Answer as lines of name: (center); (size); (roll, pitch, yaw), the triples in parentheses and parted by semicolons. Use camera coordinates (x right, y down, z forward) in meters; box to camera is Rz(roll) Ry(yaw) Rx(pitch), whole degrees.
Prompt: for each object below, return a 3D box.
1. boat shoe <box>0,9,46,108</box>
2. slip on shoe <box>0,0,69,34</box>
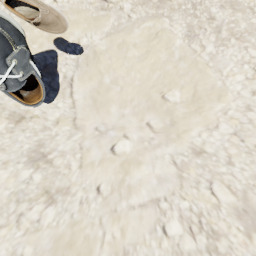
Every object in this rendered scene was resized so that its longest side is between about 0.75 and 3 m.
boat shoe: (-2.197, -1.182, 5.170); (1.006, 2.801, 0.947); (-23, 76, -6)
slip on shoe: (-1.542, -1.927, 4.728); (0.512, 1.346, 0.408); (-35, 58, 20)
